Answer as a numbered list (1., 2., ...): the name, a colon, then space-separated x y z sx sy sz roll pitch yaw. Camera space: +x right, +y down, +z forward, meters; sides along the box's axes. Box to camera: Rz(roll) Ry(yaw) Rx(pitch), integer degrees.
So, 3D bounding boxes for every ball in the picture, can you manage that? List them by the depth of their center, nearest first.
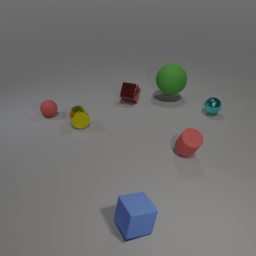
1. ball: -3.268 -0.819 11.568 0.700 0.700 0.700 0 30 0
2. ball: 3.527 -0.928 11.645 0.700 0.700 0.700 0 30 0
3. ball: 1.969 -2.205 12.685 1.400 1.400 1.400 0 30 0

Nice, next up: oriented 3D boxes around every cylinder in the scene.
1. cylinder: 1.933 0.464 8.927 0.700 0.700 0.700 5 60 -9
2. cylinder: -1.891 -0.430 10.867 0.700 0.700 0.700 -10 28 -16

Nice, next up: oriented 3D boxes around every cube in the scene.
1. cube: 0.168 1.997 6.456 0.700 0.700 0.700 -2 27 -27
2. cube: 0.107 -1.595 12.694 0.700 0.700 0.700 11 -9 18
